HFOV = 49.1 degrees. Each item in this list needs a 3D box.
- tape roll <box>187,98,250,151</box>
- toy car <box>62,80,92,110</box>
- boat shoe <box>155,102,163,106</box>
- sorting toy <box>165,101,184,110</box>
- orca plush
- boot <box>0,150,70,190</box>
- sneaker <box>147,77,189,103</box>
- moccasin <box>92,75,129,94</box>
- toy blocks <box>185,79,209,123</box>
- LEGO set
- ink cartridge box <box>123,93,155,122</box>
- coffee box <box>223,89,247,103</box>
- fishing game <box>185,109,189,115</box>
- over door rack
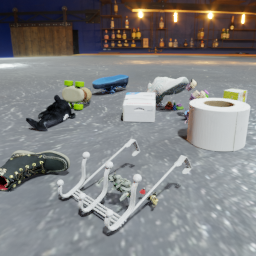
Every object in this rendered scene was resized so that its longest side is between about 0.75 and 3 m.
[{"bbox_3d":[2.710,-0.163,8.519,1.755,1.205,1.755,0,17,0],"label":"tape roll"},{"bbox_3d":[-2.162,-1.518,12.857,1.171,1.219,1.484,9,10,26],"label":"toy car"},{"bbox_3d":[1.379,-1.290,13.355,0.353,0.327,0.957,-6,19,-17],"label":"boat shoe"},{"bbox_3d":[2.077,-1.026,12.519,0.849,0.348,0.510,2,18,6],"label":"sorting toy"},{"bbox_3d":[-2.936,-0.779,10.736,1.458,0.985,2.771,7,19,20],"label":"orca plush"},{"bbox_3d":[-2.186,0.965,6.230,1.535,0.554,1.160,3,22,13],"label":"boot"},{"bbox_3d":[1.559,-1.823,12.020,0.856,0.976,2.435,3,-13,-35],"label":"sneaker"},{"bbox_3d":[-0.867,-2.401,15.931,2.620,0.893,1.054,-18,33,-39],"label":"moccasin"},{"bbox_3d":[2.538,-0.861,10.655,1.382,1.163,1.291,39,30,-9],"label":"toy blocks"},{"bbox_3d":[0.042,1.089,5.247,1.176,0.333,0.764,14,15,-19],"label":"LEGO set"},{"bbox_3d":[0.475,-0.861,11.218,1.228,0.715,1.698,1,23,5],"label":"ink cartridge box"},{"bbox_3d":[4.886,-1.353,12.841,0.756,0.763,0.764,-15,23,-38],"label":"coffee box"},{"bbox_3d":[3.160,-0.610,11.236,1.775,0.385,2.479,9,21,18],"label":"fishing game"},{"bbox_3d":[-0.088,0.831,5.474,2.195,0.731,1.621,-29,31,-35],"label":"over door rack"}]
